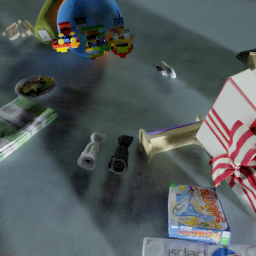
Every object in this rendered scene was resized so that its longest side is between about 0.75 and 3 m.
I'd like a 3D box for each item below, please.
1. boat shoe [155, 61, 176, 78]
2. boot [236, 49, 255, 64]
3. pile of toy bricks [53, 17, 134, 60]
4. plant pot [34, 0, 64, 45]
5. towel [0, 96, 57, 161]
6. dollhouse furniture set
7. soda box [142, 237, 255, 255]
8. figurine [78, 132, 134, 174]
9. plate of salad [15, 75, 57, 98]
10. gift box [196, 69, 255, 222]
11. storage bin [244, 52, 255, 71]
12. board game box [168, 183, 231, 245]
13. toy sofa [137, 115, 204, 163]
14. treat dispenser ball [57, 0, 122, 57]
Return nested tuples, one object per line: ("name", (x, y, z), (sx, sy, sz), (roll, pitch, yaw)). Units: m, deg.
("boat shoe", (1.302, -2.032, 9.884), (0.360, 0.378, 1.050), (-27, 50, -8))
("boot", (4.756, -3.051, 9.456), (1.790, 1.968, 0.714), (-7, 48, -31))
("pile of toy bricks", (-1.083, -2.696, 8.966), (2.408, 1.189, 1.336), (-7, 52, -3))
("plant pot", (-2.967, -4.356, 11.558), (1.749, 1.749, 1.869), (15, 56, 15))
("towel", (-3.326, -0.122, 7.843), (1.648, 0.339, 2.209), (23, 48, 22))
("dollhouse furniture set", (-4.661, -3.971, 12.098), (1.294, 0.632, 1.104), (-32, 59, 9))
("soda box", (1.283, 2.446, 4.860), (2.077, 0.661, 0.707), (3, 43, 3))
("figurine", (-0.525, 0.526, 7.099), (1.242, 0.534, 1.211), (7, 36, 8))
("plate of salad", (-3.049, -1.444, 9.265), (1.342, 0.322, 1.342), (0, 44, 0))
("gift box", (3.103, 0.294, 5.337), (2.660, 2.628, 2.848), (-23, 61, -13))
("storage bin", (4.741, -1.127, 8.375), (2.332, 1.101, 2.349), (8, 43, 8))
("board game box", (1.333, 1.622, 5.559), (1.052, 0.268, 1.554), (6, 17, 5))
("toy sofa", (1.123, 0.177, 7.244), (1.732, 0.717, 0.845), (-13, 46, -14))
("treat dispenser ball", (-1.395, -3.836, 10.340), (2.389, 2.389, 2.389), (0, 43, 0))
